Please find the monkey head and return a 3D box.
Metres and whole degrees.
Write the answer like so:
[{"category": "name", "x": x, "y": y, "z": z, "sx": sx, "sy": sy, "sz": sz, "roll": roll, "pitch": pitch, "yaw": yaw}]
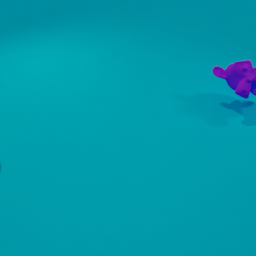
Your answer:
[{"category": "monkey head", "x": 3.616, "y": -1.467, "z": 8.967, "sx": 1.836, "sy": 1.107, "sz": 1.321, "roll": 25, "pitch": 76, "yaw": -4}]
